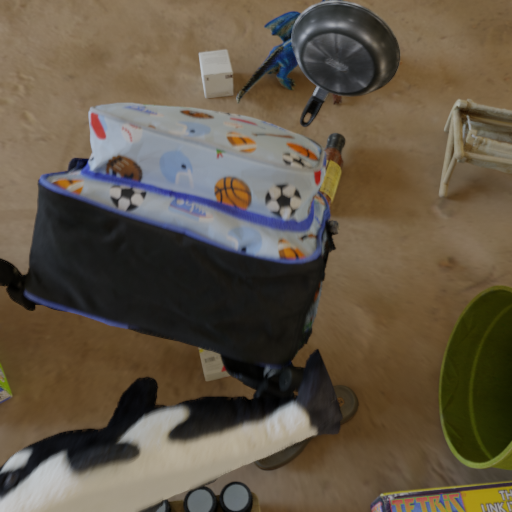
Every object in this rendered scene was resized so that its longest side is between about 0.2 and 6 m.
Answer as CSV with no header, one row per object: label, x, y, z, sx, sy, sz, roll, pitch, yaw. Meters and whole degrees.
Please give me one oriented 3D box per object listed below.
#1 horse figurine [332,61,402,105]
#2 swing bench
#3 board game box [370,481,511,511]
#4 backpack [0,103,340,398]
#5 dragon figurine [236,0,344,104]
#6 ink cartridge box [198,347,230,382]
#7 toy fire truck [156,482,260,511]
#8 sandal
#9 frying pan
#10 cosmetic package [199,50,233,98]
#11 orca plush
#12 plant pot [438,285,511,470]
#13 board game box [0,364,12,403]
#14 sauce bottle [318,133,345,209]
horse figurine,2.159,-3.925,11.871,1.829,0.457,1.212,-34,52,-13
swing bench,4.505,-1.959,10.209,1.936,1.263,1.947,12,58,8
board game box,3.222,4.127,6.613,3.217,0.912,2.659,-4,56,-2
backpack,-0.631,-0.402,6.832,3.602,3.431,2.775,21,102,4
dragon figurine,0.755,-4.368,11.522,3.151,1.566,0.927,-26,61,-15
ink cartridge box,-0.597,1.492,8.606,0.526,0.302,0.725,-12,59,-7
toy fire truck,-0.654,3.896,6.781,1.579,1.154,1.794,-6,48,-4
sandal,0.693,2.358,7.954,1.795,0.490,0.734,-23,61,-14
frying pan,0.903,-2.675,8.108,1.552,2.565,0.418,36,62,-23
cosmetic package,-0.830,-3.808,11.731,0.618,0.618,0.749,-8,58,-4
orca plush,-0.887,1.463,5.059,3.157,1.661,1.122,-25,54,5
plant pot,4.046,1.823,7.430,2.291,2.379,2.379,15,58,-5
board game box,-4.639,0.378,7.238,0.852,3.806,2.559,-27,62,-16
sauce bottle,1.315,-1.560,10.378,0.566,0.566,1.714,17,59,10
